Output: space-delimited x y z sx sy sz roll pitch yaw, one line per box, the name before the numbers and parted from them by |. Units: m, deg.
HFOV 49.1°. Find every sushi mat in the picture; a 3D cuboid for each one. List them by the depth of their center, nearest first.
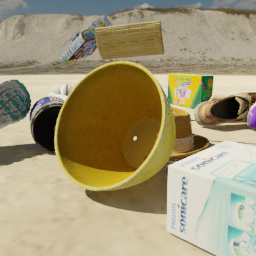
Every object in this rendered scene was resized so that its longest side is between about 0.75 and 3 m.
sushi mat | 0.022 -2.077 6.696 1.632 0.781 0.099 -1 31 16

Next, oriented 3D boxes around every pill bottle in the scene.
pill bottle | -1.913 -0.201 7.143 1.145 1.145 2.047 -5 15 -19
pill bottle | -2.638 -1.606 13.417 1.784 0.991 0.991 -1 13 -8

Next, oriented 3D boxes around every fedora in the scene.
fedora | 0.767 -0.011 6.772 2.347 0.957 2.347 -1 13 0

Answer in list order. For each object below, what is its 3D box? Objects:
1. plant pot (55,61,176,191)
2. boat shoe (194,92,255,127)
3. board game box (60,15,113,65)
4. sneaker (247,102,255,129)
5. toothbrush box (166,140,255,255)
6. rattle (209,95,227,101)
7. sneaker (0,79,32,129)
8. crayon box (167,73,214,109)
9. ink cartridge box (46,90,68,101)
plant pot | 0.003 0.123 4.780 2.033 2.033 1.443 10 -12 35
boat shoe | 3.431 -0.604 8.785 2.661 1.008 0.955 -16 -2 -14
board game box | -1.331 -2.937 9.256 1.654 0.510 1.655 -36 5 37
sneaker | 4.967 -0.340 8.167 2.776 0.965 1.381 -5 20 -11
toothbrush box | 1.718 0.877 3.118 2.119 0.904 1.551 11 17 44
rattle | 3.373 -0.417 9.406 1.548 1.008 1.106 27 25 2
sneaker | -3.366 -0.246 6.430 1.241 1.056 2.721 -6 32 28
crayon box | 2.815 -1.745 12.967 0.721 1.470 2.475 -6 14 -26
ink cartridge box | -1.802 -0.653 9.105 1.541 0.334 1.526 20 -9 46
